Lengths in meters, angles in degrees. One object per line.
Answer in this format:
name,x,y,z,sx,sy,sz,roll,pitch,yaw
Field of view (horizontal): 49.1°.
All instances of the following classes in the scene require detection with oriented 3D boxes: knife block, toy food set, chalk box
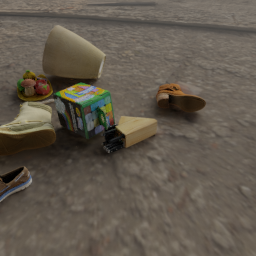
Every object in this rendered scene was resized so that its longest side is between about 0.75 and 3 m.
knife block,0.038,0.288,10.014,1.884,0.603,1.654,5,38,8
toy food set,-4.337,-2.011,12.907,1.575,0.875,2.678,-14,39,-18
chalk box,-1.443,-0.627,10.342,2.264,1.413,1.403,23,41,38

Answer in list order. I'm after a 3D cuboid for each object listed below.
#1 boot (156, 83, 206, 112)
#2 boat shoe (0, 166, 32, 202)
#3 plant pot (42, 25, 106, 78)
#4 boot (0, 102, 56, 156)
boot,2.286,-1.442,12.272,2.098,0.773,1.623,7,33,4
boat shoe,-3.741,1.662,8.060,0.671,0.672,1.857,27,42,37
plant pot,-2.528,-3.458,13.967,2.623,2.457,2.457,19,38,-1
boot,-4.071,-0.083,10.204,2.694,0.981,2.094,-10,37,-12
